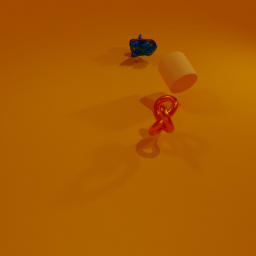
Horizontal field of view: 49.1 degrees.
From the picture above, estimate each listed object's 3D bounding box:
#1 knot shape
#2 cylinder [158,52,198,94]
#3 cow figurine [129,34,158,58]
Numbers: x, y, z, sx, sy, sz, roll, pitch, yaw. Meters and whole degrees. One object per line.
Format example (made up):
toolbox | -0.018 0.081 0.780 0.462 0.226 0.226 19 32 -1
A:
knot shape | 0.981 -0.244 8.040 0.597 1.209 1.292 16 41 -9
cylinder | 1.649 -1.843 9.368 1.006 1.006 1.006 -17 65 -19
cow figurine | 0.653 -3.551 12.135 1.548 0.850 1.523 7 31 32
